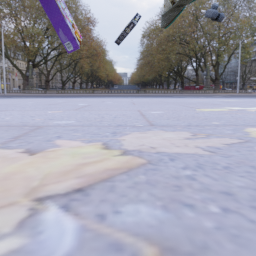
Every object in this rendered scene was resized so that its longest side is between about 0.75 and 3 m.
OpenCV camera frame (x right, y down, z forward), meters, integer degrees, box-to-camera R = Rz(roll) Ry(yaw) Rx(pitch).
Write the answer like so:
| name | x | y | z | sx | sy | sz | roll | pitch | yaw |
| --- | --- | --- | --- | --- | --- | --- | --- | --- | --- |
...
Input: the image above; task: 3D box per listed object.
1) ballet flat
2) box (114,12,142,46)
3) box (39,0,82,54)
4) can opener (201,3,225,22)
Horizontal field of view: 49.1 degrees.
| name | x | y | z | sx | sy | sz | roll | pitch | yaw |
| --- | --- | --- | --- | --- | --- | --- | --- | --- | --- |
| ballet flat | 1.381 | -3.453 | 7.288 | 0.769 | 0.813 | 2.414 | 37 | -21 | -16 |
| box | 0.000 | -2.853 | 8.088 | 0.863 | 0.212 | 0.695 | -40 | 17 | 40 |
| box | -1.101 | -1.834 | 4.394 | 0.231 | 1.179 | 0.807 | -24 | 29 | 6 |
| can opener | 2.850 | -3.892 | 9.404 | 0.460 | 0.581 | 1.748 | 21 | 27 | -7 |
